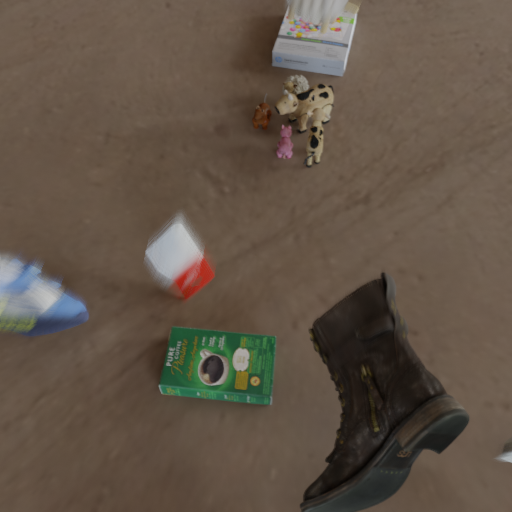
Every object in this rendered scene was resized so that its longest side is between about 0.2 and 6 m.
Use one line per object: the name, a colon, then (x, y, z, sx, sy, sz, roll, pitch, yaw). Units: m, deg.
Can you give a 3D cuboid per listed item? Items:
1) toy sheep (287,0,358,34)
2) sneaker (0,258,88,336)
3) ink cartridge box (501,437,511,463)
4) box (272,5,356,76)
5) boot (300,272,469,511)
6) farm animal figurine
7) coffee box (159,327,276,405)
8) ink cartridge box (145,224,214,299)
toy sheep: (0.908, -3.812, 8.215, 1.289, 0.889, 0.889, 25, 59, 11)
sneaker: (-2.996, 0.489, 7.205, 0.791, 2.140, 0.880, -25, 65, 17)
ink cartridge box: (3.297, 2.236, 6.123, 0.969, 1.116, 0.243, 19, 69, 21)
box: (1.255, -4.619, 11.784, 1.494, 0.394, 1.916, 12, 55, 8)
boot: (1.126, 1.605, 6.537, 2.389, 0.827, 2.080, -45, 43, 17)
farm animal figurine: (0.815, -2.574, 10.059, 1.712, 0.893, 1.693, 37, 63, 23)
coffee box: (-0.496, 1.479, 7.605, 1.495, 0.329, 0.919, 4, 55, 2)
ink cartridge box: (-1.119, 0.109, 8.142, 0.931, 0.745, 0.220, 57, 36, 6)
